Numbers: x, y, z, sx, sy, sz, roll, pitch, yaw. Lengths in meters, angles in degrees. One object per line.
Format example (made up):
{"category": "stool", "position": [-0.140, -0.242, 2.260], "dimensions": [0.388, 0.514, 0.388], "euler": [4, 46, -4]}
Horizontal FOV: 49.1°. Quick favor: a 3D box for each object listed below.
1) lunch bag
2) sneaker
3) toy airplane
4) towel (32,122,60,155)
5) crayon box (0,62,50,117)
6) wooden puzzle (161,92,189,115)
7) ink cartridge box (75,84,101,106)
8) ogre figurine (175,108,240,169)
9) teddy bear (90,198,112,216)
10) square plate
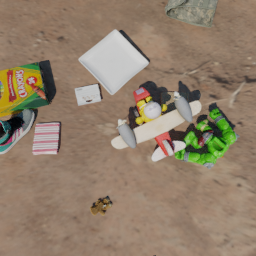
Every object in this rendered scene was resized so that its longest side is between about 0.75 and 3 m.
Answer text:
{"category": "lunch bag", "position": [3.022, -5.991, 13.112], "dimensions": [2.317, 1.362, 1.900], "euler": [14, 69, 13]}
{"category": "sneaker", "position": [-4.445, -0.096, 10.512], "dimensions": [0.875, 1.263, 2.092], "euler": [29, 69, 12]}
{"category": "toy airplane", "position": [0.986, -0.175, 10.052], "dimensions": [2.679, 1.898, 2.690], "euler": [18, 70, 18]}
{"category": "towel", "position": [-3.163, 0.402, 10.902], "dimensions": [0.967, 0.198, 1.322], "euler": [-2, 64, 0]}
{"category": "crayon box", "position": [-4.828, -1.476, 11.427], "dimensions": [2.870, 0.729, 1.822], "euler": [-16, 67, -7]}
{"category": "wooden puzzle", "position": [1.932, -0.986, 11.512], "dimensions": [1.139, 0.212, 1.054], "euler": [0, 66, 5]}
{"category": "ink cartridge box", "position": [-1.649, -1.343, 11.647], "dimensions": [0.988, 0.215, 0.857], "euler": [-12, 67, -5]}
{"category": "ogre figurine", "position": [2.968, 0.515, 10.321], "dimensions": [2.403, 1.179, 1.441], "euler": [-35, 58, -26]}
{"category": "teddy bear", "position": [-0.943, 2.779, 9.825], "dimensions": [0.575, 0.265, 0.793], "euler": [42, 65, 9]}
{"category": "square plate", "position": [-0.607, -2.819, 12.020], "dimensions": [2.191, 0.312, 2.171], "euler": [-42, 82, -10]}
